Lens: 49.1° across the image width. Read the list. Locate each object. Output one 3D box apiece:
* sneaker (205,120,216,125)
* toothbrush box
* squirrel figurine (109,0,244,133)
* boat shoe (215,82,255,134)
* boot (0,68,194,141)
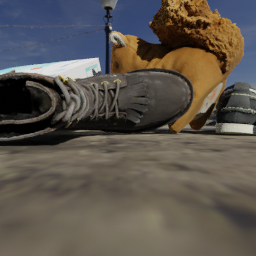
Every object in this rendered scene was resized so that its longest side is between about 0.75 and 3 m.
[{"bbox_3d":[4.000,-0.251,14.170,0.819,0.306,0.435,9,-6,-15],"label":"sneaker"},{"bbox_3d":[-2.065,-0.768,6.195,2.575,1.098,1.885,1,22,21],"label":"toothbrush box"},{"bbox_3d":[0.792,-1.371,5.426,2.282,2.445,1.730,38,25,23],"label":"squirrel figurine"},{"bbox_3d":[2.070,-0.309,5.172,0.885,0.833,2.463,-1,0,21],"label":"boat shoe"},{"bbox_3d":[-0.487,-0.261,3.380,2.926,1.013,2.547,-6,5,3],"label":"boot"}]
